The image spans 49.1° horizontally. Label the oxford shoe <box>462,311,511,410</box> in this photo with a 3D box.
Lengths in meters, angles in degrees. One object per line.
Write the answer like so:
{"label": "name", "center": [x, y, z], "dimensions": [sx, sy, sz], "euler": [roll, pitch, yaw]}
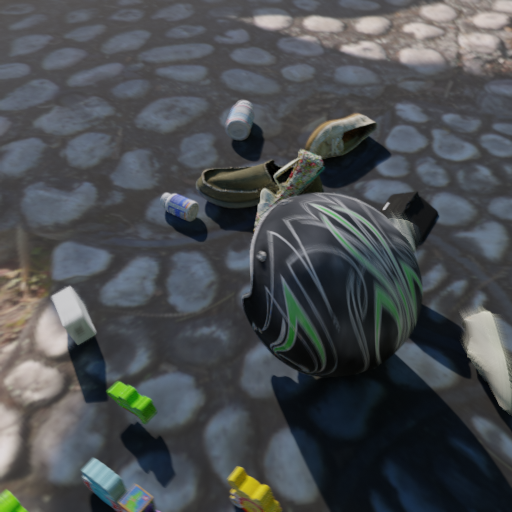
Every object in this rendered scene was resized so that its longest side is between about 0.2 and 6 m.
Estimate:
{"label": "oxford shoe", "center": [3.621, 1.634, 8.797], "dimensions": [0.517, 0.673, 1.791], "euler": [-10, 42, 13]}

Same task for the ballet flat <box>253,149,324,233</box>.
{"label": "ballet flat", "center": [0.503, -1.268, 11.098], "dimensions": [0.650, 0.769, 2.035], "euler": [40, 91, -10]}

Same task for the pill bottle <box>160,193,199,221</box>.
{"label": "pill bottle", "center": [-1.607, -1.038, 11.648], "dimensions": [0.763, 0.427, 0.427], "euler": [24, 50, 23]}

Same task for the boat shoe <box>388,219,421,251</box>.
{"label": "boat shoe", "center": [1.859, -0.246, 10.376], "dimensions": [2.348, 0.888, 0.708], "euler": [5, 24, 32]}

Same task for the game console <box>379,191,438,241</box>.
{"label": "game console", "center": [3.105, -0.807, 11.647], "dimensions": [0.939, 0.622, 1.068], "euler": [-3, 35, 42]}

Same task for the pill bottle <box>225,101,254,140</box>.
{"label": "pill bottle", "center": [-0.375, -3.385, 13.891], "dimensions": [0.587, 0.587, 1.079], "euler": [7, 45, 6]}

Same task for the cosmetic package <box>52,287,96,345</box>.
{"label": "cosmetic package", "center": [-3.058, 0.991, 9.394], "dimensions": [0.374, 0.520, 0.921], "euler": [-31, 41, -11]}

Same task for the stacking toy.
{"label": "stacking toy", "center": [-1.557, 3.248, 7.228], "dimensions": [3.049, 0.716, 2.299], "euler": [27, 49, 27]}

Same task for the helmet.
{"label": "helmet", "center": [1.139, 0.410, 8.381], "dimensions": [2.678, 2.553, 2.678], "euler": [6, 55, -8]}

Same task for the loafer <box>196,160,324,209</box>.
{"label": "loafer", "center": [0.087, -1.646, 11.876], "dimensions": [2.744, 0.956, 1.032], "euler": [1, 45, 1]}

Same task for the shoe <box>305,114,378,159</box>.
{"label": "shoe", "center": [2.019, -2.814, 13.190], "dimensions": [2.176, 0.761, 0.581], "euler": [-32, 46, -31]}
